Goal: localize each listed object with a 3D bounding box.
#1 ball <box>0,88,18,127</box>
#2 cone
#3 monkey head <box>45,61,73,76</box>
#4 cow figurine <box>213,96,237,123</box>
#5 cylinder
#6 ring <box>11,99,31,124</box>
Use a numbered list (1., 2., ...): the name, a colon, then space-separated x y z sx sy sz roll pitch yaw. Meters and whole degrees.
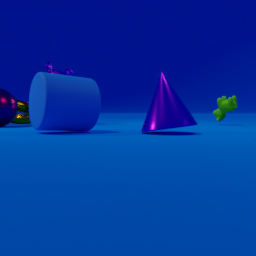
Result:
1. ball: -4.033 -0.631 8.585 1.221 1.221 1.221 0 3 0
2. cone: 0.821 -0.601 6.144 1.243 1.248 1.243 -8 -1 0
3. monkey head: -2.648 -1.964 10.603 0.912 1.089 1.514 3 36 10
4. cow figurine: 3.481 -0.658 9.988 0.521 0.934 0.949 -22 16 -33
5. cylinder: -1.443 -0.560 6.325 1.247 1.247 1.247 1 2 -35
6. ring: -4.195 -0.585 10.138 1.988 0.398 1.988 1 -17 0
